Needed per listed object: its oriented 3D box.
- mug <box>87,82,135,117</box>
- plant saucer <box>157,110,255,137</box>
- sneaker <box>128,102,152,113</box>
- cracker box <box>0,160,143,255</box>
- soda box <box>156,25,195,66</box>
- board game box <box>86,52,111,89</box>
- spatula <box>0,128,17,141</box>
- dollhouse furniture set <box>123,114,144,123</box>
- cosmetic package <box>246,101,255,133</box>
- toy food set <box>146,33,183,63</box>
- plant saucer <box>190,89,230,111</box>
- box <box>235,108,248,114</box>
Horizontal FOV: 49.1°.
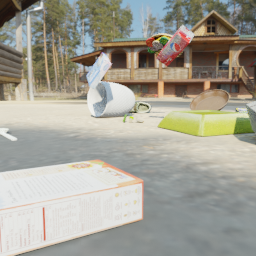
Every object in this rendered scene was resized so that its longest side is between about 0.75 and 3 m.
[{"bbox_3d":[-1.039,-1.656,16.234,2.319,1.952,2.644,-2,12,-41],"label":"mug"},{"bbox_3d":[2.999,-0.281,10.654,2.847,0.682,2.843,-4,8,-24],"label":"plant saucer"},{"bbox_3d":[0.397,-1.438,18.908,2.529,0.848,1.135,2,2,-8],"label":"sneaker"},{"bbox_3d":[-0.842,0.782,3.095,1.714,0.494,1.148,-3,8,-31],"label":"cracker box"},{"bbox_3d":[1.805,-3.163,10.937,0.617,0.559,1.762,35,-27,-7],"label":"soda box"},{"bbox_3d":[-1.368,-2.659,12.888,0.301,1.389,1.382,28,20,-28],"label":"board game box"},{"bbox_3d":[-4.409,0.226,8.732,1.596,0.184,2.296,-5,8,-38],"label":"spatula"},{"bbox_3d":[0.252,-0.311,13.048,0.952,0.367,0.476,19,1,2],"label":"dollhouse furniture set"},{"bbox_3d":[4.190,-0.263,7.875,1.206,1.018,2.258,-16,5,14],"label":"cosmetic package"},{"bbox_3d":[1.835,-4.058,14.163,1.863,0.458,1.882,31,-22,-28],"label":"toy food set"},{"bbox_3d":[5.200,-1.550,17.774,2.496,0.457,2.496,-21,31,14],"label":"plant saucer"},{"bbox_3d":[5.231,-0.518,12.583,0.722,0.662,2.060,3,7,18],"label":"box"}]
